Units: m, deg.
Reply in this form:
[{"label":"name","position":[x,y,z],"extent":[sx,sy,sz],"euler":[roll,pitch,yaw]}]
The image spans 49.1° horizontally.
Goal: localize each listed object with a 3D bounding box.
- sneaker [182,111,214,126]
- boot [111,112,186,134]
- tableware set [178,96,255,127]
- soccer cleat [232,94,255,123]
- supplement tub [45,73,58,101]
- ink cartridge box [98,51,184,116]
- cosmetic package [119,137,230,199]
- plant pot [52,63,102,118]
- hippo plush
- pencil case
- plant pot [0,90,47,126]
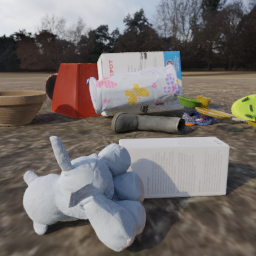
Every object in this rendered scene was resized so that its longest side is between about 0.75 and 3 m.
[{"label":"sneaker","position":[2.066,-0.289,8.256],"extent":[1.015,0.398,0.382],"euler":[-3,14,-14]},{"label":"boot","position":[0.547,-0.076,7.217],"extent":[1.568,0.569,1.425],"euler":[15,20,29]},{"label":"tableware set","position":[2.708,-0.416,7.191],"extent":[1.908,0.435,2.832],"euler":[5,15,-36]},{"label":"soccer cleat","position":[4.506,-0.531,8.842],"extent":[2.978,0.963,1.246],"euler":[-8,-16,-15]},{"label":"supplement tub","position":[-2.796,-2.059,13.941],"extent":[1.407,1.407,2.631],"euler":[5,14,21]},{"label":"ink cartridge box","position":[0.389,-1.469,9.463],"extent":[2.677,1.955,1.129],"euler":[-5,3,-12]},{"label":"cosmetic package","position":[0.594,0.528,3.833],"extent":[1.409,0.715,0.502],"euler":[-1,12,-6]},{"label":"plant pot","position":[-1.532,-1.485,10.402],"extent":[2.056,1.812,2.054],"euler":[-10,16,-39]},{"label":"hippo plush","position":[-0.514,0.780,2.819],"extent":[1.051,1.041,1.307],"euler":[-28,-17,24]},{"label":"pencil case","position":[0.165,-1.135,8.167],"extent":[2.608,1.084,1.183],"euler":[-9,23,-2]},{"label":"plant pot","position":[-3.488,-0.607,8.459],"extent":[2.025,0.935,2.025],"euler":[0,13,0]}]
